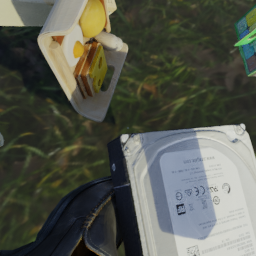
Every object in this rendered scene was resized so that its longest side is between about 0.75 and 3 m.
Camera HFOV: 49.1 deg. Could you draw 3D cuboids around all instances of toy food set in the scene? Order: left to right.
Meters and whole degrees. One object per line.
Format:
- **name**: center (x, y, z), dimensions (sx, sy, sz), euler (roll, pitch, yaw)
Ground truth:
- **toy food set**: center (-0.389, -1.361, 4.345), dimensions (0.766, 2.536, 1.820), euler (14, 70, 9)

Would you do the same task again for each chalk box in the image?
- **chalk box**: center (2.290, -1.373, 4.131), dimensions (1.557, 0.969, 0.964), euler (-2, 76, -23)

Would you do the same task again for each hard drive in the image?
- **hard drive**: center (0.970, 1.435, 3.440), dimensions (2.039, 0.552, 2.919), euler (-4, 77, -27)

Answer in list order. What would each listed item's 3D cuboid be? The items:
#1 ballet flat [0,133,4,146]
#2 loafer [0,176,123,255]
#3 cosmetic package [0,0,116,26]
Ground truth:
- **ballet flat**: center (-2.494, 0.300, 4.849), dimensions (0.623, 1.955, 0.659), euler (-21, 95, -28)
- **loafer**: center (-0.504, 1.461, 3.059), dimensions (1.081, 1.088, 2.990), euler (4, 23, 34)
- **cosmetic package**: center (-1.753, -3.042, 5.899), dimensions (2.899, 1.060, 1.501), euler (-22, 95, -46)
